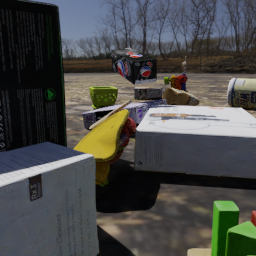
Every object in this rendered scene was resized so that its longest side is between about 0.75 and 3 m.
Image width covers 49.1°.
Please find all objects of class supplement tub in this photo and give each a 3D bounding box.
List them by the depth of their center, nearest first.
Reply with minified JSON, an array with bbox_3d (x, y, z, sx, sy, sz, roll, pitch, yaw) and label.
[{"bbox_3d":[4.598,-1.297,10.490,1.501,1.088,1.088,9,16,31],"label":"supplement tub"}]

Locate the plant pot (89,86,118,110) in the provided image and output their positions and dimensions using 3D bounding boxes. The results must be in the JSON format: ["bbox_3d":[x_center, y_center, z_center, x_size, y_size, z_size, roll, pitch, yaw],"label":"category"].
[{"bbox_3d":[-0.878,-1.049,10.025,0.900,0.817,0.896,-4,13,-17],"label":"plant pot"}]

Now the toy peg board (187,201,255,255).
[{"bbox_3d":[1.140,0.981,1.673,1.324,0.650,1.329,0,14,2],"label":"toy peg board"}]

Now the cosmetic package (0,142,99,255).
[{"bbox_3d":[-1.061,0.763,1.915,0.708,0.985,1.745,10,18,38],"label":"cosmetic package"}]

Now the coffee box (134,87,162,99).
[{"bbox_3d":[0.976,-1.662,13.298,1.304,0.520,0.746,2,13,7],"label":"coffee box"}]

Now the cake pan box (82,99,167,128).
[{"bbox_3d":[-0.057,-0.396,7.449,1.664,0.472,1.806,-6,7,32],"label":"cake pan box"}]

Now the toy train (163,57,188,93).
[{"bbox_3d":[2.146,-2.250,12.843,1.116,1.928,0.816,-1,12,15],"label":"toy train"}]

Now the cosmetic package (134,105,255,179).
[{"bbox_3d":[1.362,0.091,5.400,2.108,0.722,2.796,5,14,9],"label":"cosmetic package"}]

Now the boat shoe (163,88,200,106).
[{"bbox_3d":[2.011,-1.150,10.902,0.630,0.700,1.940,7,9,-25],"label":"boat shoe"}]

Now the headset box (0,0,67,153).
[{"bbox_3d":[-2.011,-0.319,3.692,1.210,2.271,2.608,-11,16,-41],"label":"headset box"}]

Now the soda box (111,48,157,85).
[{"bbox_3d":[0.115,-1.811,7.992,0.703,0.629,1.987,-11,26,-16],"label":"soda box"}]

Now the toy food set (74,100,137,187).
[{"bbox_3d":[-0.288,0.298,4.327,1.142,0.634,1.942,-34,12,21],"label":"toy food set"}]
